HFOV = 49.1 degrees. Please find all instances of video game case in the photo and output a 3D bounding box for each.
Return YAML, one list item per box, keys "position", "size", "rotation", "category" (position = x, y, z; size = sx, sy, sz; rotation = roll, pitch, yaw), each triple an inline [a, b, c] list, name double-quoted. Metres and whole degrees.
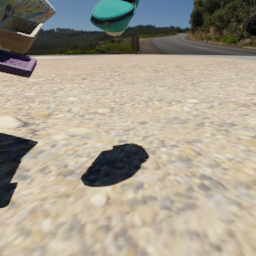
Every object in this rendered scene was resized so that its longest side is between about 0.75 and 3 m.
- position: [-3.428, -2.772, 7.269]
  size: [2.670, 0.322, 2.929]
  rotation: [-37, -1, 6]
  category: "video game case"

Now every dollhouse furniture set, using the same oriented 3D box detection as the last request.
- position: [-2.758, -2.646, 5.669]
  size: [2.221, 1.990, 2.803]
  rotation: [12, 28, -14]
  category: "dollhouse furniture set"

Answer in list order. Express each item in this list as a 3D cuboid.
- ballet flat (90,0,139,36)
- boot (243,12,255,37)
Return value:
- position: [-0.237, -3.098, 7.565]
  size: [0.980, 1.025, 2.911]
  rotation: [14, 48, 6]
  category: "ballet flat"
- position: [3.169, -2.355, 5.988]
  size: [0.434, 1.185, 0.892]
  rotation: [26, 32, -41]
  category: "boot"
